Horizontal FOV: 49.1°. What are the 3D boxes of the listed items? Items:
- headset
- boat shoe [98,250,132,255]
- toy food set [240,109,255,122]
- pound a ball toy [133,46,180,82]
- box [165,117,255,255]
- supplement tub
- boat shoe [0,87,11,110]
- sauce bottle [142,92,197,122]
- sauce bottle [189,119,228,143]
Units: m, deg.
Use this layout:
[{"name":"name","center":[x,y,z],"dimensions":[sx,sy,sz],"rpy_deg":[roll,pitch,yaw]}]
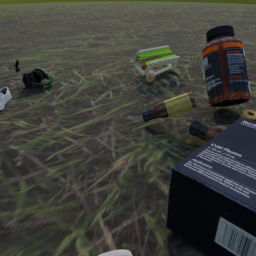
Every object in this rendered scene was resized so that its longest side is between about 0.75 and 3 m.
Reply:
[{"name":"headset","center":[-4.132,-2.293,12.123],"dimensions":[1.832,0.861,1.131],"rpy_deg":[23,35,16]},{"name":"boat shoe","center":[-0.579,2.471,4.122],"dimensions":[1.643,0.613,0.762],"rpy_deg":[-19,38,-14]},{"name":"toy food set","center":[4.313,-0.231,9.074],"dimensions":[1.197,0.294,1.209],"rpy_deg":[5,29,8]},{"name":"pound a ball toy","center":[1.385,-2.907,13.330],"dimensions":[2.435,1.035,1.588],"rpy_deg":[-22,62,-33]},{"name":"box","center":[2.685,1.336,5.043],"dimensions":[2.969,1.546,2.704],"rpy_deg":[26,39,38]},{"name":"supplement tub","center":[3.375,-2.141,9.769],"dimensions":[1.424,2.663,1.424],"rpy_deg":[-6,-6,-1]},{"name":"boat shoe","center":[-4.754,-1.082,10.356],"dimensions":[0.547,0.500,1.521],"rpy_deg":[3,30,4]},{"name":"sauce bottle","center":[1.290,-0.625,8.911],"dimensions":[1.737,0.573,0.573],"rpy_deg":[-18,26,16]},{"name":"sauce bottle","center":[2.724,0.414,7.467],"dimensions":[0.788,0.788,2.437],"rpy_deg":[-21,35,-32]}]
